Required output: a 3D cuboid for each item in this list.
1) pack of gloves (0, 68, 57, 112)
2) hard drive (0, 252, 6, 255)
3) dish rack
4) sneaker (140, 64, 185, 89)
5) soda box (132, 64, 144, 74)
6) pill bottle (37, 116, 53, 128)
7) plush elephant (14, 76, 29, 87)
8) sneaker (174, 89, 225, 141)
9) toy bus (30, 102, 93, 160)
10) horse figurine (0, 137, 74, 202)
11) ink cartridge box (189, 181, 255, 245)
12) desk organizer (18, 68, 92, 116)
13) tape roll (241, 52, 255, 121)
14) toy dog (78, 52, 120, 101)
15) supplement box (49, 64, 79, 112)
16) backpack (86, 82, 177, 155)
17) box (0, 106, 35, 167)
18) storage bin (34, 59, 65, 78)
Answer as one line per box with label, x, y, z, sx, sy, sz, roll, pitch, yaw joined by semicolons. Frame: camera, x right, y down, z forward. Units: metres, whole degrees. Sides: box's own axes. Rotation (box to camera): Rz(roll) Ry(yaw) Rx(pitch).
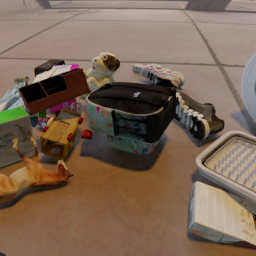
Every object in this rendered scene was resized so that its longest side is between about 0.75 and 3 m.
pack of gloves;-4.140;-1.019;10.765;2.497;0.587;2.973;-15;34;24
hard drive;-2.457;3.159;4.715;1.351;0.366;1.934;13;34;20
dish rack;3.556;1.209;7.578;2.915;0.635;2.501;27;42;36
sneaker;1.316;-2.232;12.817;2.273;0.884;1.590;18;35;27
soda box;0.768;-3.046;14.615;1.104;0.350;0.377;22;38;30
pill bottle;-2.811;-0.168;9.928;0.832;0.464;0.464;18;36;27
plush elephant;-4.617;-1.934;12.465;0.970;0.751;0.799;25;40;33
sneaker;2.454;-0.587;10.218;1.297;0.953;2.868;-8;36;-18
toy bus;-2.060;0.152;8.923;1.833;0.947;1.730;-14;47;-30
horse figurine;-2.976;1.188;7.267;2.609;0.651;1.729;-24;70;-36
ink cartridge box;2.302;2.090;6.582;1.690;0.424;1.370;23;34;1
desk organizer;-2.270;-1.175;8.719;2.030;0.781;0.728;-25;22;-21
tape roll;5.771;-1.475;9.605;2.084;3.035;3.035;-14;35;-19
toy dog;-0.917;-1.881;10.766;1.938;1.999;1.395;-10;37;-28
supplement box;-2.653;-1.727;11.729;1.157;1.182;2.287;-3;31;-2
backpack;0.032;-0.470;8.929;2.639;1.987;2.342;15;32;18
box;-3.688;0.315;8.243;1.620;1.430;0.783;-20;36;-30
storage bin;-3.576;-2.512;13.105;0.708;1.021;1.510;10;34;20
